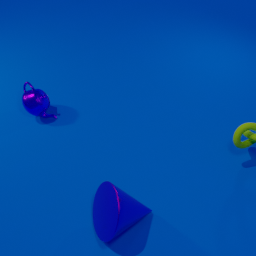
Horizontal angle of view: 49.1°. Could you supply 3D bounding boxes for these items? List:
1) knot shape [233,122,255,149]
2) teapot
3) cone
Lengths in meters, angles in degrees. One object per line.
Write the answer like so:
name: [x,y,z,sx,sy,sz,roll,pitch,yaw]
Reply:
knot shape: [3.169,0.156,6.669,1.142,1.068,0.528,8,70,-38]
teapot: [-2.595,-0.746,8.148,0.653,1.333,0.829,-26,17,21]
cone: [0.031,1.778,6.018,1.198,1.194,1.194,10,42,-30]
